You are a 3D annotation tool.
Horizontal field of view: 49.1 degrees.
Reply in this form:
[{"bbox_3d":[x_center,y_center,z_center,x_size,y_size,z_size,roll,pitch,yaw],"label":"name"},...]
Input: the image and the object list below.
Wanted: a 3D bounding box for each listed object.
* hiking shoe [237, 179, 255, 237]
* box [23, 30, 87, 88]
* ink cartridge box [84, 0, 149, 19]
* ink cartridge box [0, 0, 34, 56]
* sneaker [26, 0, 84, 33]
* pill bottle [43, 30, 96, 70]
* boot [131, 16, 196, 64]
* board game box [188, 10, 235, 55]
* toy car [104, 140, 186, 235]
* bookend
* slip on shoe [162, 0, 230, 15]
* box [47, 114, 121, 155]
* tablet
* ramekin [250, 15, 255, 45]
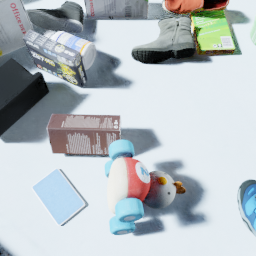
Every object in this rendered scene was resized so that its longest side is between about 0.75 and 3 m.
[{"bbox_3d":[3.454,2.390,6.252,1.041,1.213,2.797,-16,65,-8],"label":"hiking shoe"},{"bbox_3d":[-2.100,-2.006,8.298,1.726,1.391,0.424,26,67,11],"label":"box"},{"bbox_3d":[-0.382,-4.566,9.432,2.159,1.571,0.907,0,64,0],"label":"ink cartridge box"},{"bbox_3d":[-4.419,-3.134,8.539,2.625,1.938,1.124,-29,68,-14],"label":"ink cartridge box"},{"bbox_3d":[-2.444,-3.919,9.643,2.026,0.716,1.005,11,63,-1],"label":"sneaker"},{"bbox_3d":[-1.882,-2.500,8.819,1.584,0.887,0.887,24,66,12],"label":"pill bottle"},{"bbox_3d":[1.091,-2.865,9.007,2.095,0.709,1.369,-6,68,0],"label":"boot"},{"bbox_3d":[2.787,-3.562,9.622,1.179,0.370,2.469,-2,65,-3],"label":"board game box"},{"bbox_3d":[0.507,1.382,6.628,1.924,1.701,1.773,0,53,-13],"label":"toy car"},{"bbox_3d":[-3.813,-1.158,7.895,2.126,0.979,2.113,36,69,13],"label":"bookend"},{"bbox_3d":[2.283,-4.236,9.306,2.268,0.694,0.840,0,107,-1],"label":"slip on shoe"},{"bbox_3d":[-1.104,0.179,7.418,1.849,0.926,0.693,1,40,-1],"label":"box"},{"bbox_3d":[-1.795,1.747,7.195,0.846,0.089,1.300,-38,69,-16],"label":"tablet"},{"bbox_3d":[4.858,-3.248,9.237,1.579,0.771,1.579,0,64,0],"label":"ramekin"}]
